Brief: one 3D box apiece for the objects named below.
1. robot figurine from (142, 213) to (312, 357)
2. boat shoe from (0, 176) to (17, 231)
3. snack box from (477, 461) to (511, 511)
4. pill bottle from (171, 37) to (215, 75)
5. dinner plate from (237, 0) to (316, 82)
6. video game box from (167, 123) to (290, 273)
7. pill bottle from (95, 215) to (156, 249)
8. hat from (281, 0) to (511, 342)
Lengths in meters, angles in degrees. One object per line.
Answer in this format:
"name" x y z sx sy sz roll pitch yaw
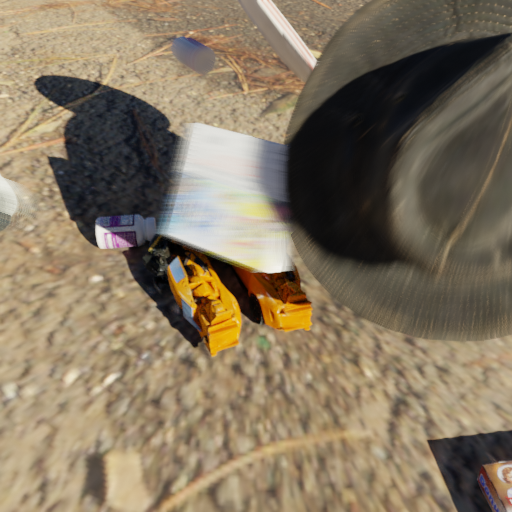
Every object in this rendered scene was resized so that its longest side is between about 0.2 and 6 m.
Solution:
"robot figurine" -0.449 0.127 8.210 2.135 0.857 2.945 -12 38 -19
"boat shoe" -3.515 -1.059 5.815 0.855 2.263 0.683 -42 26 14
"snack box" 3.623 2.393 5.558 2.569 0.312 0.924 -5 36 -6
"pill bottle" -1.148 -3.623 10.064 0.483 0.483 0.852 -23 45 -28
"dinner plate" 0.287 -3.267 8.033 0.311 2.562 2.562 -36 32 18
"video game box" -0.216 -0.672 6.317 1.490 1.357 0.349 21 8 30
"pill bottle" -2.129 -0.407 9.230 0.937 0.526 0.526 -4 36 -6
"hat" 1.867 -0.912 4.836 3.684 3.684 1.486 6 6 9
